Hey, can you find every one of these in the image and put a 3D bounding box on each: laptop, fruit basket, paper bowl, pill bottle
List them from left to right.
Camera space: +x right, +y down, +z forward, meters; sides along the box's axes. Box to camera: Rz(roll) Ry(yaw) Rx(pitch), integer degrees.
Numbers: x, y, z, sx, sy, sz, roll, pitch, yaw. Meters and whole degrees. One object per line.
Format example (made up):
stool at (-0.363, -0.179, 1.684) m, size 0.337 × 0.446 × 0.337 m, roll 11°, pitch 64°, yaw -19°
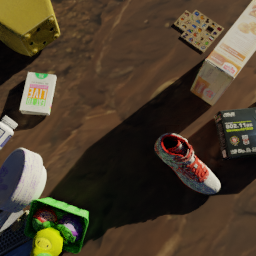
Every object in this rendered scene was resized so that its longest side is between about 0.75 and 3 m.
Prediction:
laptop at (-3.932, 3.562, 8.482) m, size 1.842 × 1.140 × 1.967 m, roll -28°, pitch 75°, yaw -9°
pill bottle at (-4.440, 0.189, 9.735) m, size 0.714 × 0.714 × 1.193 m, roll 34°, pitch 75°, yaw 10°
paper bowl at (-3.345, 1.682, 8.835) m, size 1.935 × 1.006 × 1.935 m, roll -25°, pitch 50°, yaw 34°
fruit basket at (-2.194, 3.037, 8.240) m, size 1.965 × 1.965 × 1.417 m, roll 17°, pitch 98°, yaw 5°

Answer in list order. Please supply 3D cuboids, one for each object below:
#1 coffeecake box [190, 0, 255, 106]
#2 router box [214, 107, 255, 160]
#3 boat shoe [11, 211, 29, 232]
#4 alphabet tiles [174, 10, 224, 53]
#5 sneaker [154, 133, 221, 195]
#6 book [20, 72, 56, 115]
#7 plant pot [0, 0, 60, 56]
coffeecake box at (3.633, -2.539, 9.743) m, size 1.087 × 2.284 × 2.975 m, roll 36°, pitch 76°, yaw 10°
router box at (4.293, 0.166, 9.753) m, size 2.203 × 0.684 × 1.651 m, roll -6°, pitch 73°, yaw -2°
boat shoe at (-3.489, 2.988, 8.999) m, size 0.276 × 0.293 × 0.771 m, roll 32°, pitch 75°, yaw 9°
alphabet tiles at (2.787, -4.032, 11.371) m, size 1.728 × 0.065 × 1.444 m, roll 39°, pitch 77°, yaw 11°
sneaker at (1.969, 1.190, 9.053) m, size 2.649 × 1.420 × 0.884 m, roll 40°, pitch 77°, yaw 11°
book at (-3.307, -1.272, 10.406) m, size 1.045 × 0.376 × 1.564 m, roll 5°, pitch 71°, yaw -2°
plant pot at (-3.915, -4.184, 10.283) m, size 2.454 × 2.470 × 2.527 m, roll -40°, pitch 83°, yaw -11°
